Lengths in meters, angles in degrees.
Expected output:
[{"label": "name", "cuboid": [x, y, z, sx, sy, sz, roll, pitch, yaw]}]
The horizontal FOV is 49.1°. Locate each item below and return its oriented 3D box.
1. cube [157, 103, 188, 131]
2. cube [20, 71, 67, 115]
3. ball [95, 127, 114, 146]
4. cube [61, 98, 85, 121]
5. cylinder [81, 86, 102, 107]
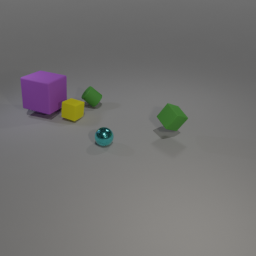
[{"label": "cube", "cuboid": [1.648, -0.395, 10.422, 0.700, 0.700, 0.700, 9, 38, -45]}, {"label": "cube", "cuboid": [-3.645, -1.588, 12.287, 1.400, 1.400, 1.400, 13, 27, 16]}, {"label": "ball", "cuboid": [-0.874, 0.315, 10.260, 0.700, 0.700, 0.700, 0, 30, 0]}, {"label": "cube", "cuboid": [-2.363, -0.796, 12.019, 0.700, 0.700, 0.700, 17, 26, 18]}, {"label": "cylinder", "cuboid": [-1.671, -1.455, 12.965, 0.700, 0.700, 0.700, 38, 19, -24]}]
